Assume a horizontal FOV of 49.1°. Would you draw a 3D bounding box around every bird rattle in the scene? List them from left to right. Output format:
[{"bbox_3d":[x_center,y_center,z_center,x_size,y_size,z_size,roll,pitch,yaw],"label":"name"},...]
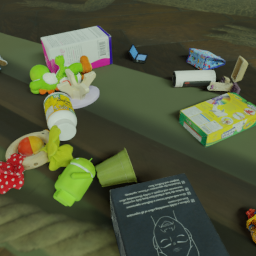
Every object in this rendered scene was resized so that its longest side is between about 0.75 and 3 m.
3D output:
[{"bbox_3d":[-3.063,0.896,8.892,2.512,1.415,2.048,-28,35,-11],"label":"bird rattle"}]

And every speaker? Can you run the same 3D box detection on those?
[{"bbox_3d":[2.895,-2.190,12.395,1.791,0.727,0.727,-2,41,-4],"label":"speaker"}]

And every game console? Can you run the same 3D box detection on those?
[{"bbox_3d":[0.545,-3.815,14.349,0.898,0.594,1.021,10,43,11],"label":"game console"}]

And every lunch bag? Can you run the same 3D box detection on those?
[{"bbox_3d":[3.984,-3.488,13.974,1.628,0.766,1.225,-13,40,-28],"label":"lunch bag"}]

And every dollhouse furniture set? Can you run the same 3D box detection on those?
[{"bbox_3d":[3.998,-2.301,11.683,1.239,1.746,1.384,4,41,-6],"label":"dollhouse furniture set"}]

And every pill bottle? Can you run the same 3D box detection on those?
[{"bbox_3d":[-2.432,-0.415,10.141,1.033,1.033,1.832,-12,42,-14],"label":"pill bottle"}]

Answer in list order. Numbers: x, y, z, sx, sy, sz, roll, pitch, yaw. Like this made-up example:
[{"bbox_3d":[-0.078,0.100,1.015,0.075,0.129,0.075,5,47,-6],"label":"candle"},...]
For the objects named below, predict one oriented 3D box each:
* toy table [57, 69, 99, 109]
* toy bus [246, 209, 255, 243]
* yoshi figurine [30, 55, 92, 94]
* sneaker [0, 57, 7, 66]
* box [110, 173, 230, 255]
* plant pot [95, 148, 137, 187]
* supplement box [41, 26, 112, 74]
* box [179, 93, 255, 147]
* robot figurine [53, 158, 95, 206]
[{"bbox_3d":[-2.026,-1.610,11.445,1.651,1.052,1.796,34,53,27],"label":"toy table"},{"bbox_3d":[3.386,2.501,7.230,0.896,0.608,0.860,-27,35,-24],"label":"toy bus"},{"bbox_3d":[-3.090,-2.450,12.275,2.742,1.541,1.535,-25,32,-23],"label":"yoshi figurine"},{"bbox_3d":[-6.395,-3.430,14.108,0.960,0.337,0.521,10,44,16],"label":"sneaker"},{"bbox_3d":[0.839,2.643,6.356,1.989,1.435,2.680,-10,42,-11],"label":"box"},{"bbox_3d":[-0.392,1.269,8.360,1.039,1.094,1.094,-19,43,-3],"label":"plant pot"},{"bbox_3d":[-2.437,-3.710,13.532,2.989,1.513,1.545,-20,45,-21],"label":"supplement box"},{"bbox_3d":[3.507,-0.437,10.471,2.789,0.675,1.636,-21,45,-19],"label":"box"},{"bbox_3d":[-1.499,1.485,8.019,0.841,1.275,1.454,40,62,-15],"label":"robot figurine"}]
